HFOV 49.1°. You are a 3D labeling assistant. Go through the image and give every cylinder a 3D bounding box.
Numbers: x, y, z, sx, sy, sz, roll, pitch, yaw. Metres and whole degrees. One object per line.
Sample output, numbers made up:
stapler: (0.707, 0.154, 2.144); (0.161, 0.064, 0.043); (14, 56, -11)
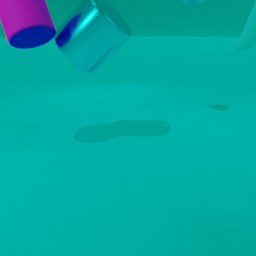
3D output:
cylinder: (-0.830, -2.242, 6.684); (1.341, 1.341, 1.341); (-39, 5, 24)
cylinder: (-2.218, -2.417, 6.062); (1.035, 1.035, 1.035); (-20, -3, -1)

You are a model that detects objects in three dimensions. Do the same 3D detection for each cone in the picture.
cone: (2.201, -1.660, 4.338); (1.367, 1.372, 1.367); (28, 39, -25)

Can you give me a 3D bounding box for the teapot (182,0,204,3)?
teapot: (1.699, -4.087, 8.034); (1.309, 0.641, 0.814); (40, 4, -12)
